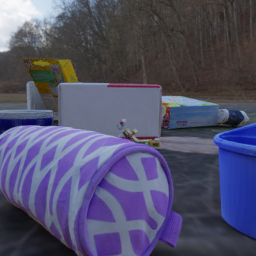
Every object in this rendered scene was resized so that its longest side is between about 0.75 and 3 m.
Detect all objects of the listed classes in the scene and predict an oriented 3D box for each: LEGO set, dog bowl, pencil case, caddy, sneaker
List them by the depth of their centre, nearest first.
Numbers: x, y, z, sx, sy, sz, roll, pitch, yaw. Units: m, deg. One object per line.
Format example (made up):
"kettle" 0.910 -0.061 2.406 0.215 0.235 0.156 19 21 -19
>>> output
"caddy" 1.321 0.273 1.803 1.537 0.807 1.087 6 7 43
"pencil case" -0.410 0.343 1.908 1.614 0.677 0.690 9 -17 48
"LEGO set" 0.130 0.214 4.776 0.839 0.386 0.312 32 35 17
"dog bowl" -2.581 -0.156 6.994 1.375 0.541 1.375 0 6 0
"sneaker" 3.104 -0.303 8.795 1.020 0.561 1.392 8 -1 -14

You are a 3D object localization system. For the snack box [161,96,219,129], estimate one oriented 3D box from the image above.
"snack box" 1.470 -0.557 8.837 1.766 0.709 2.094 -4 16 -24

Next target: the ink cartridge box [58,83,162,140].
"ink cartridge box" -0.510 -0.427 6.578 1.974 1.150 2.727 0 6 -8

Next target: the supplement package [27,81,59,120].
"supplement package" -2.894 -1.054 11.005 1.932 1.456 1.467 -3 7 -24

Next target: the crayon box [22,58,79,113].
"crayon box" -2.326 -1.458 9.147 1.369 2.177 0.562 6 47 22
